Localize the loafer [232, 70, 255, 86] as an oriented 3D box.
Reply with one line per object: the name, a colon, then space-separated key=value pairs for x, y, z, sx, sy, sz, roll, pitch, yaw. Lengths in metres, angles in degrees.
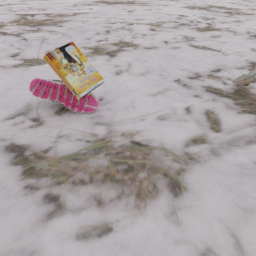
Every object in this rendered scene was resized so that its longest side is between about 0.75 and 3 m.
loafer: x=4.089 y=-1.620 z=9.691 sx=0.513 sy=0.448 sz=1.426 roll=-38 pitch=2 yaw=-5

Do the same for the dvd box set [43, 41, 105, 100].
dvd box set: x=-1.545 y=-1.707 z=8.233 sx=1.559 sy=0.229 sz=1.140 roll=51 pitch=51 yaw=-4

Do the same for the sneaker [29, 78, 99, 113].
sneaker: x=-1.918 y=-1.076 z=8.863 sx=2.192 sy=0.809 sz=0.959 roll=16 pitch=11 yaw=4
